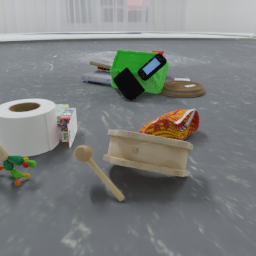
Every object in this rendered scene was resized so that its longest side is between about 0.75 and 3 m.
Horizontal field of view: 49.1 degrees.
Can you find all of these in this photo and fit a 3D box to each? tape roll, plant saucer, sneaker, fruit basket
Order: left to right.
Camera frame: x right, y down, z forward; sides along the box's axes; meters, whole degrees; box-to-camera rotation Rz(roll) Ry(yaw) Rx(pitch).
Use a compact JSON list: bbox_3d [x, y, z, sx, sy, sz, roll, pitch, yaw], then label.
[{"bbox_3d":[-2.655,-0.061,7.425,1.553,1.066,1.553,-1,22,0],"label":"tape roll"},{"bbox_3d":[0.609,-2.476,12.828,2.606,1.880,2.606,16,-15,4],"label":"fruit basket"},{"bbox_3d":[1.045,0.055,7.707,0.965,0.913,2.503,-1,10,41],"label":"sneaker"},{"bbox_3d":[2.387,-1.782,12.462,2.110,0.311,2.110,1,23,0],"label":"plant saucer"}]

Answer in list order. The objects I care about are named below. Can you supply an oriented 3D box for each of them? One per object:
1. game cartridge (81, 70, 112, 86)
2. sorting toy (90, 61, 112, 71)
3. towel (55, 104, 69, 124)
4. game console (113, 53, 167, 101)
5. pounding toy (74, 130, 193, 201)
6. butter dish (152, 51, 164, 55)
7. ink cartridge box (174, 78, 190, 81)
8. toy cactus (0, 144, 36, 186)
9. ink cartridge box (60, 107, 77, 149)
[{"bbox_3d":[-1.015,-2.494,14.029,2.333,0.448,1.512,13,31,28],"label":"game cartridge"},{"bbox_3d":[-0.540,-3.023,14.813,2.535,0.339,1.889,18,10,23],"label":"sorting toy"},{"bbox_3d":[-2.595,-0.444,9.243,1.371,0.330,1.174,-2,24,-9],"label":"towel"},{"bbox_3d":[0.527,-2.178,11.208,1.294,2.194,0.264,54,10,22],"label":"game console"},{"bbox_3d":[0.126,0.791,6.035,2.437,1.398,1.394,10,-4,1],"label":"pounding toy"},{"bbox_3d":[1.460,-3.387,15.367,1.503,1.111,1.499,-49,26,-3],"label":"butter dish"},{"bbox_3d":[2.673,-2.280,13.784,0.753,0.163,0.739,2,25,5],"label":"ink cartridge box"},{"bbox_3d":[-2.566,0.744,5.801,1.172,0.967,0.599,-1,43,9],"label":"toy cactus"},{"bbox_3d":[-1.677,-0.026,7.788,0.333,0.721,1.323,0,23,0],"label":"ink cartridge box"}]
